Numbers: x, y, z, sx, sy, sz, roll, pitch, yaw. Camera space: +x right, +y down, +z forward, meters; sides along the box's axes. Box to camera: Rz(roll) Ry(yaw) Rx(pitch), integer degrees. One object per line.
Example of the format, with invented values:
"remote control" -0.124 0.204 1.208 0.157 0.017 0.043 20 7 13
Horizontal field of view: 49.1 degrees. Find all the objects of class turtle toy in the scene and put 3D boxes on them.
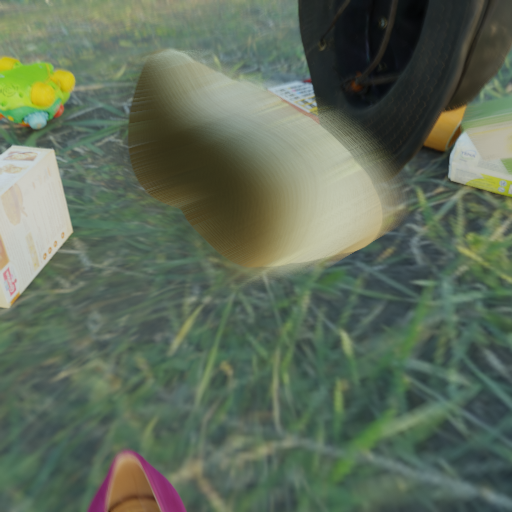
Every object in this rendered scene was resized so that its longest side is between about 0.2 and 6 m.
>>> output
"turtle toy" -4.650 -3.378 11.679 1.635 1.134 2.244 15 36 5

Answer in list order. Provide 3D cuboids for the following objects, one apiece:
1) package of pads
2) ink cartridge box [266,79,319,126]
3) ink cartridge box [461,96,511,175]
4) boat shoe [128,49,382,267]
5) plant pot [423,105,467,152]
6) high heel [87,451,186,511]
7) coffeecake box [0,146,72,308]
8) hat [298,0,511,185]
"package of pads" 4.629 -1.900 9.924 1.858 0.820 2.405 20 40 26
"ink cartridge box" 1.103 -2.635 10.919 1.781 0.850 2.028 -22 42 -26
"ink cartridge box" 2.945 -1.212 6.059 0.949 1.304 0.313 -2 58 46
"boat shoe" -0.177 -0.705 3.897 0.887 0.989 2.673 6 29 -34
"plant pot" 3.312 -2.706 10.708 1.314 1.435 1.435 36 47 19
"high heel" -0.573 2.654 3.076 1.014 1.446 3.007 -13 38 -17
"coffeecake box" -3.247 -0.431 7.409 0.658 1.383 1.802 6 36 9
"hat" 1.771 -2.742 5.926 1.596 3.957 3.957 -3 36 -14
